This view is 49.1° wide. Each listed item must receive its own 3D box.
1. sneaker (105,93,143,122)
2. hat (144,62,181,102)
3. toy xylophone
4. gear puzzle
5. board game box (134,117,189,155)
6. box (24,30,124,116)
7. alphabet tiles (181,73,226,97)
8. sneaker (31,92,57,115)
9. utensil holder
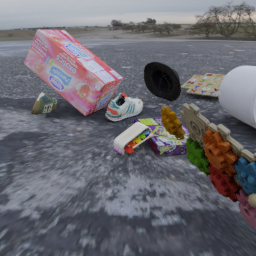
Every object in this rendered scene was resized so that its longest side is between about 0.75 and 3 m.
[{"bbox_3d":[-0.023,-0.734,8.483,0.539,0.716,1.532,37,41,29],"label":"sneaker"},{"bbox_3d":[1.355,-1.783,10.020,1.658,1.658,0.669,20,50,41],"label":"hat"},{"bbox_3d":[0.144,0.237,6.319,0.986,0.248,0.722,-32,40,-16],"label":"toy xylophone"},{"bbox_3d":[1.110,0.368,4.135,0.346,1.368,2.642,-29,40,-9],"label":"gear puzzle"},{"bbox_3d":[0.933,0.137,6.995,1.145,0.308,1.908,-6,22,-13],"label":"board game box"},{"bbox_3d":[-1.724,-1.819,8.952,2.724,1.289,1.398,40,28,8],"label":"box"},{"bbox_3d":[3.349,-1.772,11.259,1.974,0.075,2.373,13,33,30],"label":"alphabet tiles"},{"bbox_3d":[-2.448,-0.688,8.408,0.622,0.464,1.384,23,18,-15],"label":"sneaker"},{"bbox_3d":[3.602,-0.827,7.605,1.679,1.679,1.976,-3,17,-9],"label":"utensil holder"}]
